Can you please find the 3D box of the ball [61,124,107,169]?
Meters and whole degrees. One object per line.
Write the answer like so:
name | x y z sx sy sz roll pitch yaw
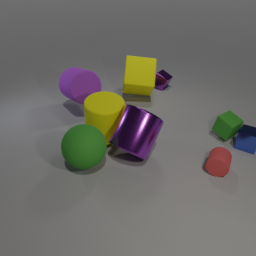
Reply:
ball | -1.365 0.575 8.704 1.400 1.400 1.400 0 30 0

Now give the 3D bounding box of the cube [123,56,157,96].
cube | 0.525 -2.451 13.326 1.400 1.400 1.400 6 -10 -2

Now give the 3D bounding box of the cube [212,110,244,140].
cube | 3.681 -0.105 10.351 0.700 0.700 0.700 -23 54 -30

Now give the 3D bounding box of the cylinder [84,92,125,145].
cylinder | -0.838 -0.359 10.014 1.400 1.400 1.400 2 39 -2

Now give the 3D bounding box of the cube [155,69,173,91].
cube | 1.803 -2.536 14.765 0.700 0.700 0.700 39 42 12

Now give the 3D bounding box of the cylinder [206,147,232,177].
cylinder | 2.864 1.060 8.814 0.700 0.700 0.700 13 33 21

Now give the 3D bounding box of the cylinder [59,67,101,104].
cylinder | -2.047 -1.811 11.895 1.400 1.400 1.400 -18 24 -28

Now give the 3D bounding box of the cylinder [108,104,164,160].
cylinder | 0.265 0.136 9.194 1.400 1.400 1.400 25 -4 2

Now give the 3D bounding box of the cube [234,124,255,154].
cube | 4.293 0.385 9.965 0.700 0.700 0.700 19 35 31
